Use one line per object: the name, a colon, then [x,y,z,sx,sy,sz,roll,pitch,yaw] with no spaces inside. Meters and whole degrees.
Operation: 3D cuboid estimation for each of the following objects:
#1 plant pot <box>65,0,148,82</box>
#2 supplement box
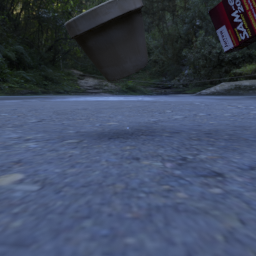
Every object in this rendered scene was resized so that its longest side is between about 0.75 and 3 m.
plant pot: [-0.284,-1.928,6.226,1.745,1.514,1.745,-22,18,8]
supplement box: [2.781,-2.529,5.808,0.618,1.104,2.030,-17,-5,-35]
